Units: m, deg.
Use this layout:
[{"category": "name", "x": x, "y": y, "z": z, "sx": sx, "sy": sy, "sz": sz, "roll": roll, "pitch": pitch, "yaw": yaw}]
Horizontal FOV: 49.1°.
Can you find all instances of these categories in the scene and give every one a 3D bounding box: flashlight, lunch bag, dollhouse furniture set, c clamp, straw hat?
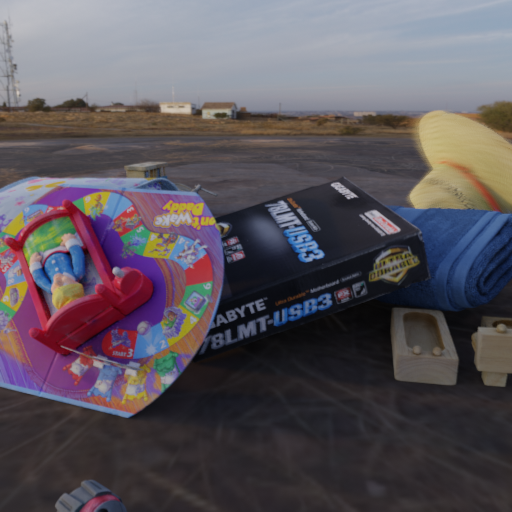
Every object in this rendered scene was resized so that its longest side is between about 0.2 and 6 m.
[{"category": "flashlight", "x": -0.745, "y": 1.977, "z": 3.595, "sx": 1.468, "sy": 0.497, "sz": 0.499, "roll": 12, "pitch": 21, "yaw": 39}, {"category": "lunch bag", "x": -2.880, "y": -0.308, "z": 9.135, "sx": 2.662, "sy": 1.996, "sz": 3.140, "roll": 4, "pitch": 26, "yaw": 19}, {"category": "dollhouse furniture set", "x": -2.542, "y": -1.953, "z": 16.089, "sx": 1.910, "sy": 1.346, "sz": 1.338, "roll": 5, "pitch": 16, "yaw": 20}, {"category": "c clamp", "x": -2.094, "y": -1.392, "z": 14.804, "sx": 1.432, "sy": 0.227, "sz": 1.676, "roll": 28, "pitch": 63, "yaw": 27}, {"category": "dollhouse furniture set", "x": 2.770, "y": 0.443, "z": 6.903, "sx": 2.033, "sy": 1.657, "sz": 1.934, "roll": 3, "pitch": 16, "yaw": 11}, {"category": "straw hat", "x": 4.000, "y": -1.034, "z": 11.220, "sx": 1.545, "sy": 3.652, "sz": 3.652, "roll": -38, "pitch": 21, "yaw": -3}]

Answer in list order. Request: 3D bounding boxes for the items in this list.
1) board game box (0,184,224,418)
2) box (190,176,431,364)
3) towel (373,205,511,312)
[{"category": "board game box", "x": -2.075, "y": 0.189, "z": 6.325, "sx": 3.431, "sy": 2.711, "sz": 0.668, "roll": 7, "pitch": -25, "yaw": 21}, {"category": "box", "x": 0.355, "y": -0.038, "z": 8.134, "sx": 3.171, "sy": 0.794, "sz": 3.195, "roll": -20, "pitch": 23, "yaw": -1}, {"category": "towel", "x": 2.069, "y": -0.024, "z": 9.149, "sx": 3.972, "sy": 0.964, "sz": 2.217, "roll": 9, "pitch": 33, "yaw": 44}]
